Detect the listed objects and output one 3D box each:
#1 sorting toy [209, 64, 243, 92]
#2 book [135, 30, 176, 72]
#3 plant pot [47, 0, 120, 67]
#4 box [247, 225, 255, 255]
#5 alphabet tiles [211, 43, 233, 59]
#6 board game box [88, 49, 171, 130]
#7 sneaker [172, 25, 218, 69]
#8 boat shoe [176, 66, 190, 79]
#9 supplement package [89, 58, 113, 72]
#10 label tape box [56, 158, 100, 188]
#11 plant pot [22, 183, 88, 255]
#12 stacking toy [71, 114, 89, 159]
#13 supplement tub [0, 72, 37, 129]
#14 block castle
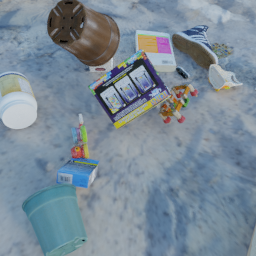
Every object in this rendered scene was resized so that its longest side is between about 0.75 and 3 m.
[{"bbox_3d":[3.981,-1.961,11.294,1.120,0.665,1.244,-5,47,-14],"label":"sorting toy"},{"bbox_3d":[1.197,-3.487,12.658,1.658,0.596,2.482,1,49,-2],"label":"book"},{"bbox_3d":[-1.720,-3.589,10.450,2.174,2.174,2.152,26,9,21],"label":"plant pot"},{"bbox_3d":[3.719,2.855,6.604,1.406,1.151,2.961,24,53,20],"label":"box"},{"bbox_3d":[4.190,-3.614,13.094,1.302,0.041,1.084,-24,52,-19],"label":"alphabet tiles"},{"bbox_3d":[0.066,-1.210,8.928,2.067,1.709,0.586,-31,8,15],"label":"board game box"},{"bbox_3d":[3.391,-3.746,12.593,1.506,0.973,2.777,-26,50,-19],"label":"sneaker"},{"bbox_3d":[2.271,-2.335,11.818,0.217,0.263,0.767,-29,57,-23],"label":"boat shoe"},{"bbox_3d":[-1.146,-3.467,11.803,0.977,1.762,1.373,0,48,0],"label":"supplement package"},{"bbox_3d":[-1.441,1.306,8.375,0.940,0.412,1.303,8,12,7],"label":"label tape box"},{"bbox_3d":[-1.737,2.354,6.995,1.433,1.433,1.403,-21,59,-17],"label":"plant pot"},{"bbox_3d":[-1.631,0.273,8.929,0.529,1.133,1.252,-10,45,-14],"label":"stacking toy"},{"bbox_3d":[-3.987,-0.983,9.894,1.324,1.324,1.834,-19,52,-16],"label":"supplement tub"},{"bbox_3d":[1.725,-0.793,9.566,0.940,0.660,1.407,-2,53,52],"label":"block castle"}]
